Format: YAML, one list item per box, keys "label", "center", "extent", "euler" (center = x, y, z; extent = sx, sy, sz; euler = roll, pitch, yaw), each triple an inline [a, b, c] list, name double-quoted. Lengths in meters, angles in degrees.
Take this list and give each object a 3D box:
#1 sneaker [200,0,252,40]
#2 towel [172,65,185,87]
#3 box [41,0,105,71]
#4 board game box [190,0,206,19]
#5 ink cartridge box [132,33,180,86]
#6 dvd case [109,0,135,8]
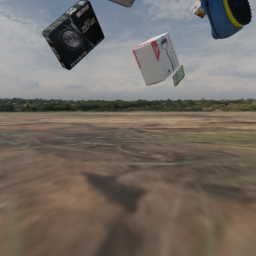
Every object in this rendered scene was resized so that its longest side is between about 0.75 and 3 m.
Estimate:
- label: "sneaker"
  center: [1.839, -3.191, 6.085]
  extent: [0.832, 2.524, 0.990]
  euler: [-15, 0, -28]
- label: "towel"
  center: [2.126, -2.211, 11.842]
  extent: [0.123, 0.597, 0.801]
  euler: [2, -28, -20]
- label: "box"
  center: [-1.640, -2.904, 8.763]
  extent: [0.382, 1.755, 1.406]
  euler: [29, -23, 34]
- label: "board game box"
  center: [2.831, -4.462, 9.615]
  extent: [1.375, 0.238, 0.868]
  euler: [-47, -20, 31]
- label: "ink cartridge box"
  center: [1.323, -3.093, 12.428]
  extent: [0.994, 1.707, 2.344]
  euler: [-13, 20, 31]
- label: "dvd case"
  center: [0.003, -3.490, 5.291]
  extent: [0.354, 2.152, 2.863]
  euler: [38, 24, 6]
